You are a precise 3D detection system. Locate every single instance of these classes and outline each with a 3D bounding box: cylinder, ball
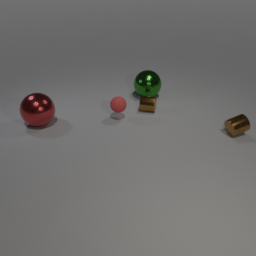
[{"bbox_3d":[0.924,-1.109,12.854,0.700,0.700,0.700,6,30,12],"label":"cylinder"},{"bbox_3d":[0.985,-2.211,14.122,1.400,1.400,1.400,0,29,0],"label":"ball"},{"bbox_3d":[-3.708,-0.750,11.506,1.400,1.400,1.400,0,29,0],"label":"ball"},{"bbox_3d":[4.243,-0.106,10.889,0.700,0.700,0.700,-22,33,-7],"label":"cylinder"},{"bbox_3d":[-0.409,-0.998,11.906,0.700,0.700,0.700,0,29,0],"label":"ball"}]
